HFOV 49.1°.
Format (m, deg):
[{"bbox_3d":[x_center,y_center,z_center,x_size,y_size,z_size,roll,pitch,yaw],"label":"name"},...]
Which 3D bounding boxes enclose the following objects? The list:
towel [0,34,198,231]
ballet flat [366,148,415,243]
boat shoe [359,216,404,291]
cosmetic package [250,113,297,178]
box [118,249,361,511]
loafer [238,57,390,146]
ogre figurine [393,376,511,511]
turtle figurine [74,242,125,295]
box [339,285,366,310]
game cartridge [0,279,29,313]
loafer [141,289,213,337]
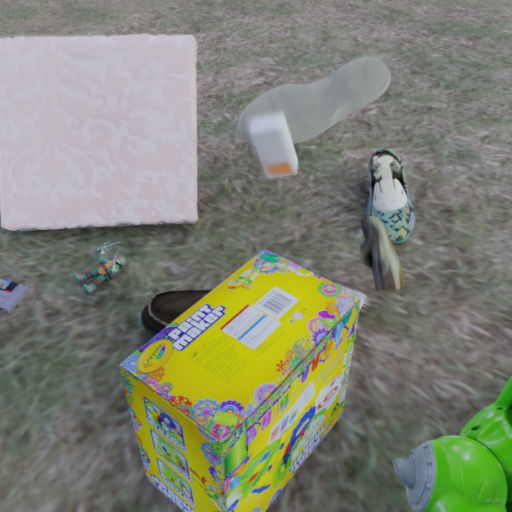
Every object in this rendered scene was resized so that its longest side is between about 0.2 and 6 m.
[{"bbox_3d":[-3.269,-2.554,11.666,4.161,3.975,0.671,-2,3,-1],"label":"towel"},{"bbox_3d":[2.839,-1.443,12.201,1.046,1.046,2.818,2,39,2],"label":"ballet flat"},{"bbox_3d":[2.071,-0.076,9.765,0.560,0.632,1.727,-13,38,1],"label":"boat shoe"},{"bbox_3d":[0.366,-2.133,10.984,0.635,1.252,0.446,-7,52,16],"label":"cosmetic package"},{"bbox_3d":[-0.094,1.773,7.165,1.572,2.483,2.578,27,46,29],"label":"box"},{"bbox_3d":[1.214,-3.113,11.988,3.471,1.091,1.248,-25,87,-10],"label":"loafer"},{"bbox_3d":[3.613,2.759,6.201,4.743,2.327,2.844,-28,58,-14],"label":"ogre figurine"},{"bbox_3d":[-2.840,0.233,10.554,1.078,0.543,0.807,-40,40,-19],"label":"turtle figurine"},{"bbox_3d":[1.232,0.628,9.722,1.245,0.256,0.971,20,10,14],"label":"box"},{"bbox_3d":[-4.768,0.687,10.300,0.973,0.187,0.631,12,46,15],"label":"game cartridge"},{"bbox_3d":[-0.463,0.853,9.383,2.963,1.057,1.082,1,40,1],"label":"loafer"}]
